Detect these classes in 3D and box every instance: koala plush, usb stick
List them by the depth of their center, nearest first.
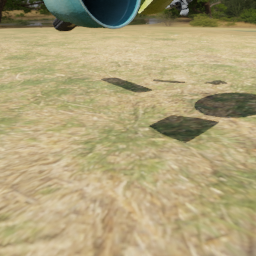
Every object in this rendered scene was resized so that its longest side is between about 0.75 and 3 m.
[{"bbox_3d":[1.618,-4.153,9.263,0.759,0.673,0.698,1,39,-15],"label":"koala plush"},{"bbox_3d":[-1.904,-3.696,9.434,0.810,0.476,2.921,1,8,-25],"label":"usb stick"}]

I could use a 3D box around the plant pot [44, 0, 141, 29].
[{"bbox_3d":[-0.723,-2.359,4.760,1.334,1.420,1.420,11,24,44],"label":"plant pot"}]

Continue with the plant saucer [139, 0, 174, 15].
[{"bbox_3d":[1.156,-3.394,6.087,0.381,2.450,2.450,37,18,-15],"label":"plant saucer"}]
